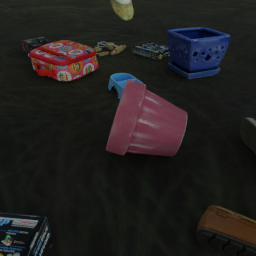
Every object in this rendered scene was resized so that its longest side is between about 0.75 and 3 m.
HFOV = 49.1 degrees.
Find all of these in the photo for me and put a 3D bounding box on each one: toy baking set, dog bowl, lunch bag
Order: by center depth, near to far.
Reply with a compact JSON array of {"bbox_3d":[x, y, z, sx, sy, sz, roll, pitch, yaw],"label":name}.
[{"bbox_3d":[-0.049,-1.362,9.057,0.905,0.403,1.624,-14,34,-23],"label":"dog bowl"},{"bbox_3d":[-2.526,-2.489,10.474,2.373,0.972,2.090,24,43,35],"label":"lunch bag"},{"bbox_3d":[-0.981,-3.836,13.280,1.696,0.257,2.210,16,35,25],"label":"toy baking set"}]

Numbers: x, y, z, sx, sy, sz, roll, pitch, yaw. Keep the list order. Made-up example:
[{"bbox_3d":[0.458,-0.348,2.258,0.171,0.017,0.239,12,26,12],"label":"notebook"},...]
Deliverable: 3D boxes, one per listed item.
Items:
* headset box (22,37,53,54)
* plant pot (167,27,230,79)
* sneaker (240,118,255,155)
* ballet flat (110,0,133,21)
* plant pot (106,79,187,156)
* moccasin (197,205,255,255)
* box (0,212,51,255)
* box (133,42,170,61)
[{"bbox_3d":[-4.062,-3.688,12.742,1.095,0.568,1.471,-21,39,-31],"label":"headset box"},{"bbox_3d":[2.454,-2.737,10.252,1.682,1.512,1.682,-13,34,-20],"label":"plant pot"},{"bbox_3d":[3.302,0.352,5.790,1.155,0.813,2.174,-3,30,0],"label":"sneaker"},{"bbox_3d":[-0.259,-4.111,8.425,0.657,0.657,1.859,-10,68,-15],"label":"ballet flat"},{"bbox_3d":[0.419,-0.073,5.997,1.422,1.589,1.589,18,32,-1],"label":"plant pot"},{"bbox_3d":[2.005,1.630,3.882,2.008,0.734,0.775,11,40,35],"label":"moccasin"},{"bbox_3d":[-2.239,1.821,3.730,1.936,0.445,1.539,3,31,6],"label":"box"},{"bbox_3d":[1.155,-3.461,12.571,1.199,0.347,1.508,-27,40,-37],"label":"box"}]
